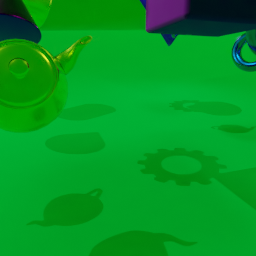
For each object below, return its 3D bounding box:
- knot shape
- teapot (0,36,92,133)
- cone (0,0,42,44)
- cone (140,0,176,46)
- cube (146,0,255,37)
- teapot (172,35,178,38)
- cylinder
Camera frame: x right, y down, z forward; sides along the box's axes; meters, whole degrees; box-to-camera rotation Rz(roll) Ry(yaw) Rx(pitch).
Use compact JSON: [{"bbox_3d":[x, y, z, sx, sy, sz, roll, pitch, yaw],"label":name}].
[{"bbox_3d":[2.786,-1.858,5.704,1.321,1.236,0.611,-8,26,18],"label":"knot shape"},{"bbox_3d":[-1.004,-0.473,2.741,1.509,0.938,0.739,-35,0,-22],"label":"teapot"},{"bbox_3d":[-2.578,-2.644,5.987,1.390,1.395,1.390,-4,-11,-1],"label":"cone"},{"bbox_3d":[0.955,-3.603,8.404,1.650,1.644,1.644,29,21,-5],"label":"cone"},{"bbox_3d":[1.105,-2.061,3.866,1.349,1.349,1.349,-3,12,-16],"label":"cube"},{"bbox_3d":[1.525,-2.601,6.702,0.744,1.197,0.586,55,17,13],"label":"teapot"},{"bbox_3d":[-3.041,-3.676,7.912,1.327,1.327,1.327,11,10,-40],"label":"cylinder"}]
